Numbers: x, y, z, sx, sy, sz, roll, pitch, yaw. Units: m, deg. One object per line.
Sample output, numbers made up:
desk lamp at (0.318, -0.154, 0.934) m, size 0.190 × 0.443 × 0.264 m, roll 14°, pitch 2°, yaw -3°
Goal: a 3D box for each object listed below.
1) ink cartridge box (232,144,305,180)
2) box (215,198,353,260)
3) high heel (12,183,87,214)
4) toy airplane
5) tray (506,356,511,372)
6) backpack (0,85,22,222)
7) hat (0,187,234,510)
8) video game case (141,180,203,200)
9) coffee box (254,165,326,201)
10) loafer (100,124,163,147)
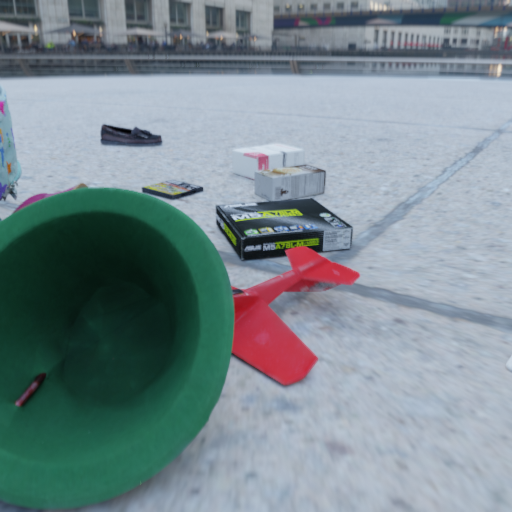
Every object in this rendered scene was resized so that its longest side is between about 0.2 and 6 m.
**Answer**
ink cartridge box at (0.291, -2.230, 13.197) m, size 1.425 × 0.604 × 1.038 m, roll -17°, pitch 27°, yaw -33°
box at (0.392, -0.486, 9.043) m, size 1.796 × 0.427 × 1.735 m, roll -6°, pitch 25°, yaw -15°
high heel at (-3.383, -0.170, 7.938) m, size 1.410 × 0.990 × 2.939 m, roll -21°, pitch 30°, yaw 15°
toy airplane at (0.091, 0.485, 6.389) m, size 2.641 × 0.486 × 2.641 m, roll -3°, pitch 24°, yaw 1°
tray at (3.665, 1.101, 5.290) m, size 2.203 × 0.244 × 1.183 m, roll 16°, pitch 27°, yaw 35°
backpack at (-4.895, -1.192, 7.567) m, size 3.138 × 2.661 × 3.535 m, roll -2°, pitch 37°, yaw -5°
hat at (-1.350, 0.949, 5.567) m, size 2.470 × 2.625 × 2.982 m, roll -6°, pitch 63°, yaw 0°
video game case at (-1.749, -1.384, 11.719) m, size 0.966 × 0.123 × 0.873 m, roll 18°, pitch 27°, yaw 36°
coffee box at (0.694, -1.505, 11.485) m, size 1.287 × 0.513 × 0.736 m, roll -12°, pitch 25°, yaw -28°
loafer at (-3.732, -3.586, 16.622) m, size 1.892 × 0.596 × 0.680 m, roll 2°, pitch 22°, yaw 6°
